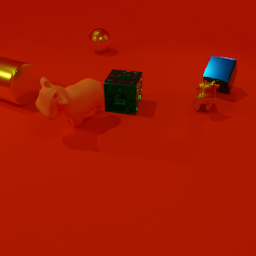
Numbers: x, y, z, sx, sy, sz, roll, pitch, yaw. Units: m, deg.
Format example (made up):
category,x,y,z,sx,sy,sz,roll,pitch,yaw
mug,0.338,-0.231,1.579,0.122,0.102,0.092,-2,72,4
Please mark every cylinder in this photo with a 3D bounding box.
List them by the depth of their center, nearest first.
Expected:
category,x,y,z,sx,sy,sz,roll,pitch,yaw
cylinder,-3.368,-1.379,8.089,1.208,1.208,1.208,17,39,21

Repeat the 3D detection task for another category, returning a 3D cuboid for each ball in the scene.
category,x,y,z,sx,sy,sz,roll,pitch,yaw
ball,-1.129,-3.538,11.302,0.937,0.937,0.937,0,36,0

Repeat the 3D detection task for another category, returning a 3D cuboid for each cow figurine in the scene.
category,x,y,z,sx,sy,sz,roll,pitch,yaw
cow figurine,-1.321,-0.749,6.731,1.711,1.684,0.939,-38,70,-21
cow figurine,2.097,-0.954,7.655,0.573,1.027,1.044,3,36,2

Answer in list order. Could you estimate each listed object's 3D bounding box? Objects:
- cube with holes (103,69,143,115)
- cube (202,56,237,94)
category,x,y,z,sx,sy,sz,roll,pitch,yaw
cube with holes,-0.115,-1.018,7.861,0.897,0.897,0.897,7,37,10
cube,2.805,-1.610,8.513,0.773,0.773,0.773,19,77,27
